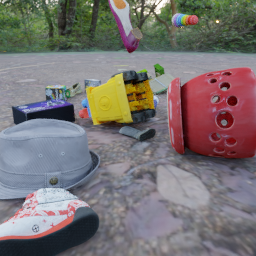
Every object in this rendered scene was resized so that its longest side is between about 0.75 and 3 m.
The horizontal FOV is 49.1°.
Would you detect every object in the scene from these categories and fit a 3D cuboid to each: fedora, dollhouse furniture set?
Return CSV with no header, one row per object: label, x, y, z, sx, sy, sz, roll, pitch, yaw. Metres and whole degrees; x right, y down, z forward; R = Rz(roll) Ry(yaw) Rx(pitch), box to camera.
fedora,-2.008,0.524,6.528,2.716,1.226,2.402,-4,19,-11
dollhouse furniture set,1.743,-2.459,16.236,1.632,1.250,2.491,-26,44,-12

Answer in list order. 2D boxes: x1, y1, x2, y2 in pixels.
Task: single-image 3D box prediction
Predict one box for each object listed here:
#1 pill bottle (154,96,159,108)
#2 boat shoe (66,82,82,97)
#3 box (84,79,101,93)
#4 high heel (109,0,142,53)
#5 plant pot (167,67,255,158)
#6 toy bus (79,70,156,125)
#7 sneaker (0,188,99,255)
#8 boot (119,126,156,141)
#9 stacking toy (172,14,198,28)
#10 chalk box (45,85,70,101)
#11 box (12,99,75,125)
pill bottle,0.939,-1.061,12.072,0.591,0.591,0.987,10,21,27
boat shoe,-3.038,-2.023,14.910,0.653,0.558,1.780,5,20,15
box,-1.921,-2.260,15.301,0.957,0.758,0.231,10,22,25
high heel,-0.248,-4.340,11.657,0.816,2.423,1.162,-31,-5,-28
plant pot,2.177,-0.332,7.469,2.142,2.353,2.353,-4,18,11
toy bus,-0.453,-0.936,10.358,2.525,1.785,2.631,-12,4,26
sneaker,-1.611,1.563,4.358,2.114,0.706,1.133,-10,20,-37
boot,0.315,0.128,9.156,0.850,0.339,0.935,-13,16,-38
stacking toy,2.575,-4.760,12.445,0.619,0.619,1.451,-9,24,-23
chalk box,-3.382,-1.682,13.714,1.142,0.713,0.708,1,20,-2
box,-3.104,-0.518,10.349,1.856,0.732,1.310,-17,22,-39
